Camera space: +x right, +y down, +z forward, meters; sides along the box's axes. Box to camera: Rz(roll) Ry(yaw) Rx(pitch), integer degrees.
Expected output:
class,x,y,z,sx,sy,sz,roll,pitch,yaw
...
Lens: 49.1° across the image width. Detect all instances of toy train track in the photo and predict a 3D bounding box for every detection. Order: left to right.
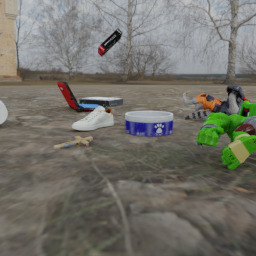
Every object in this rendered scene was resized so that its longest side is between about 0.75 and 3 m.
class,x,y,z,sx,sy,sz,roll,pitch,yaw
toy train track,-1.203,0.366,6.255,0.903,0.147,0.518,-14,23,-32

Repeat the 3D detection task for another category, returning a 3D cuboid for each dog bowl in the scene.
class,x,y,z,sx,sy,sz,roll,pitch,yaw
dog bowl,0.591,-0.146,7.857,1.338,0.527,1.338,-1,11,0

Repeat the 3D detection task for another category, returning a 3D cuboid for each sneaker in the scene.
class,x,y,z,sx,sy,sz,roll,pitch,yaw
sneaker,-1.059,-0.311,8.426,0.568,0.661,1.561,10,16,37

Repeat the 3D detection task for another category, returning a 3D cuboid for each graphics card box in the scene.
class,x,y,z,sx,sy,sz,roll,pitch,yaw
graphics card box,-0.669,-3.133,10.295,1.047,0.266,0.657,-45,3,-7

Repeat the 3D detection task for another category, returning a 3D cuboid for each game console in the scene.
class,x,y,z,sx,sy,sz,roll,pitch,yaw
game console,-2.130,-1.507,13.061,1.392,2.021,2.345,-31,19,-14

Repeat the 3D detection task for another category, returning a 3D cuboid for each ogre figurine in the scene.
class,x,y,z,sx,sy,sz,roll,pitch,yaw
ogre figurine,2.289,0.124,5.118,2.152,1.056,1.290,-10,21,8

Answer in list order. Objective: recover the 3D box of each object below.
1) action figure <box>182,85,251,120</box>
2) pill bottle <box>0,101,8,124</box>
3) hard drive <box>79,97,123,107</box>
class,x,y,z,sx,sy,sz,roll,pitch,yaw
action figure,3.278,-0.564,9.676,2.327,1.258,2.406,15,-11,34
pill bottle,-4.400,-0.523,8.801,0.916,0.916,1.684,-9,12,-39
hard drive,-1.449,-1.443,15.231,1.993,0.377,1.392,7,13,29
